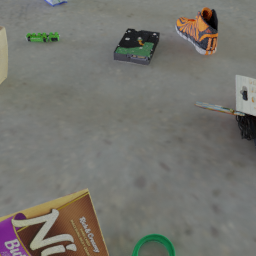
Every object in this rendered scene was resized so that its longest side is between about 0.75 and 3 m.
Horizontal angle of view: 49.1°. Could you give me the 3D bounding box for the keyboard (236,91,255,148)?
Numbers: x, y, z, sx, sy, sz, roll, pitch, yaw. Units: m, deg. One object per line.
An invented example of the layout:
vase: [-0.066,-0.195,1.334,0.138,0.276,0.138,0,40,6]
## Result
keyboard: [3.768,-0.035,8.298,1.457,0.555,2.799,22,44,-11]

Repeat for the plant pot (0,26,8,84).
plant pot: [-5.214,-2.166,9.274,2.058,1.822,2.056,10,47,11]

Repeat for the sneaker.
sneaker: [2.934,-4.331,11.552,1.054,1.523,2.718,-18,49,-16]

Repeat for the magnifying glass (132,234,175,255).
magnifying glass: [0.112,2.956,5.480,0.847,0.238,2.128,36,54,29]

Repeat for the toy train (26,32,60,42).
toy train: [-3.649,-3.872,11.991,1.442,0.301,0.407,-4,57,-3]

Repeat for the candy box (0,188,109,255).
candy box: [-1.041,2.669,4.653,1.688,0.817,2.893,-15,72,-15]

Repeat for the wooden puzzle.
wooden puzzle: [2.602,-0.562,8.122,1.626,0.114,0.964,18,6,41]

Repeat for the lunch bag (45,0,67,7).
lunch bag: [-4.008,-7.457,14.520,1.154,1.584,1.863,-28,51,-30]

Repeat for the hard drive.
hard drive: [0.392,-3.331,11.379,1.458,0.395,2.087,11,47,10]

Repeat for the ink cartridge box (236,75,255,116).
ink cartridge box: [4.231,-0.607,8.397,2.257,0.533,1.807,17,48,3]
